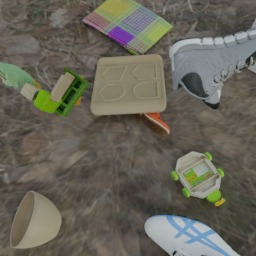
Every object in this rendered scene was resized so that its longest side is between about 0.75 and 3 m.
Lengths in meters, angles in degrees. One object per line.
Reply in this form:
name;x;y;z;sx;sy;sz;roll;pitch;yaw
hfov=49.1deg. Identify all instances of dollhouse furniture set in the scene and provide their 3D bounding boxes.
dollhouse furniture set;-2.066;-1.220;6.173;1.949;1.277;0.978;34;93;14

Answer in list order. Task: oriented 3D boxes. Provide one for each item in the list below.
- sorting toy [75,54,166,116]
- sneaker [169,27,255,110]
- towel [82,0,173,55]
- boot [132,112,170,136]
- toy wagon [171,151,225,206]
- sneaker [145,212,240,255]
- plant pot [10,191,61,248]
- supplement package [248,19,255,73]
sorting toy;-0.425;-1.223;8.085;2.928;0.392;2.182;-3;52;5
sneaker;1.867;-0.984;5.073;2.286;0.858;1.320;0;83;28
towel;-0.025;-3.563;9.496;2.664;0.303;1.913;36;66;17
boot;0.743;-0.310;7.595;1.230;0.461;0.660;40;63;21
toy wagon;1.773;1.264;6.794;1.103;0.281;1.422;-26;65;-14
sneaker;1.588;2.708;5.489;2.977;1.070;1.079;30;46;15
plant pot;-1.899;2.021;6.009;0.772;1.150;1.150;26;56;-29
supplement package;4.669;-2.769;7.756;1.898;2.520;1.912;38;67;19
